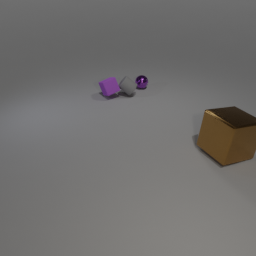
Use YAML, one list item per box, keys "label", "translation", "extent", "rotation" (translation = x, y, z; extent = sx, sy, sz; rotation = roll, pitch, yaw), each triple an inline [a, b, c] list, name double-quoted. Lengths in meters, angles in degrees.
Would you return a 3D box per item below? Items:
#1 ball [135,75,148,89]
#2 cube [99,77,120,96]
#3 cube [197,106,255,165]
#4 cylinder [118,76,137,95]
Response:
- label: "ball"
  translation: [0.725, -2.448, 14.858]
  extent: [0.700, 0.700, 0.700]
  rotation: [0, 30, 0]
- label: "cube"
  translation: [-0.921, -2.042, 13.755]
  extent: [0.700, 0.700, 0.700]
  rotation: [-28, 19, -18]
- label: "cube"
  translation: [3.410, 0.213, 9.441]
  extent: [1.400, 1.400, 1.400]
  rotation: [-8, 30, -26]
- label: "cylinder"
  translation: [-0.019, -2.102, 13.902]
  extent: [0.700, 0.700, 0.700]
  rotation: [36, 26, -16]
